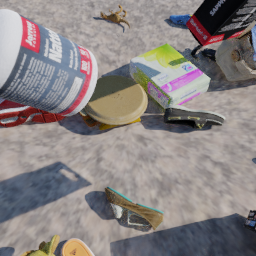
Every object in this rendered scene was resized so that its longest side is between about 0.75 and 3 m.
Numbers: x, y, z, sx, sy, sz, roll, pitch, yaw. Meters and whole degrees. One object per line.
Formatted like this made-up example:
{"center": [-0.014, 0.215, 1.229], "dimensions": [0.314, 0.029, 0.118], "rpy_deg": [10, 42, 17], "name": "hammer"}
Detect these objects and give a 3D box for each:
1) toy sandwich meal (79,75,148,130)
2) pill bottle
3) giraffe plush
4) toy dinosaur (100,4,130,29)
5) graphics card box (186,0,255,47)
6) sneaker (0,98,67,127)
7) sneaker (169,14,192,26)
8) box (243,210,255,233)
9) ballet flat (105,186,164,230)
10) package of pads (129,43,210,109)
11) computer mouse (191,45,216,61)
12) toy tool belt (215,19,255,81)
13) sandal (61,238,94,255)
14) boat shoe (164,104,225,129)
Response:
{"center": [-0.408, -0.629, 7.280], "dimensions": [1.859, 0.637, 1.859], "rpy_deg": [2, 53, -3], "name": "toy sandwich meal"}
{"center": [-0.855, -0.531, 2.237], "dimensions": [1.106, 0.662, 0.662], "rpy_deg": [17, 38, -46], "name": "pill bottle"}
{"center": [-1.418, 2.717, 4.373], "dimensions": [1.706, 1.978, 1.604], "rpy_deg": [-22, 20, 4], "name": "giraffe plush"}
{"center": [-0.293, -3.850, 9.821], "dimensions": [1.411, 0.426, 0.750], "rpy_deg": [25, 83, 21], "name": "toy dinosaur"}
{"center": [2.433, -2.721, 5.079], "dimensions": [1.658, 2.642, 0.672], "rpy_deg": [-26, 77, -38], "name": "graphics card box"}
{"center": [-2.441, -0.725, 7.244], "dimensions": [1.924, 0.754, 1.112], "rpy_deg": [-7, 55, -6], "name": "sneaker"}
{"center": [1.965, -3.802, 9.689], "dimensions": [1.097, 0.430, 0.362], "rpy_deg": [24, 59, 18], "name": "sneaker"}
{"center": [3.007, 1.961, 4.623], "dimensions": [1.802, 1.789, 0.448], "rpy_deg": [26, 83, 18], "name": "box"}
{"center": [0.047, 1.681, 5.718], "dimensions": [1.367, 0.464, 0.494], "rpy_deg": [23, 76, 11], "name": "ballet flat"}
{"center": [1.076, -1.443, 7.820], "dimensions": [1.463, 0.646, 1.893], "rpy_deg": [-28, 58, -21], "name": "package of pads"}
{"center": [2.437, -2.312, 8.718], "dimensions": [0.937, 0.216, 0.658], "rpy_deg": [37, 61, 24], "name": "computer mouse"}
{"center": [4.041, -2.464, 7.754], "dimensions": [2.992, 1.839, 1.868], "rpy_deg": [-17, 66, -13], "name": "toy tool belt"}
{"center": [-0.628, 2.687, 4.858], "dimensions": [0.705, 0.528, 1.842], "rpy_deg": [-36, 61, -23], "name": "sandal"}
{"center": [1.647, -0.209, 7.015], "dimensions": [1.524, 0.543, 0.459], "rpy_deg": [10, 74, 3], "name": "boat shoe"}
